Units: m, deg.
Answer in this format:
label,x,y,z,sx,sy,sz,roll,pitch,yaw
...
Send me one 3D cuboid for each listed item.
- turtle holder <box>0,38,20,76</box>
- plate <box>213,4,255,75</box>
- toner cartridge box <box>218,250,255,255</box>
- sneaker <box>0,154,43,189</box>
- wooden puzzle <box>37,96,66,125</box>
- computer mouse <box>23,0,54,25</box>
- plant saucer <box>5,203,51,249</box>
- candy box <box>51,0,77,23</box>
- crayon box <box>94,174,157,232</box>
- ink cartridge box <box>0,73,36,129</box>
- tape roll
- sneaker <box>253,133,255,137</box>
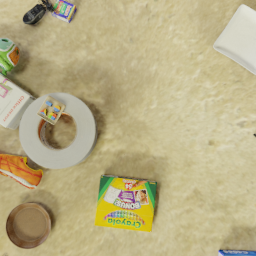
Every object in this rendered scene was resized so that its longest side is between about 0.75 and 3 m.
label,x,y,z,sx,sy,sz,roll,pitch,yaw
turtle holder,-4.985,-2.928,10.980,1.616,1.228,1.148,23,69,40
plate,4.873,-3.518,11.286,2.176,0.352,2.171,34,90,5
toner cartridge box,4.794,5.311,10.377,2.733,0.590,1.298,2,85,0
sneaker,-4.439,1.411,10.736,2.544,0.928,0.981,29,65,-2
wooden puzzle,-2.810,-0.667,10.215,0.783,0.196,0.846,31,85,3
computer mouse,-3.650,-4.630,11.392,1.359,0.358,0.941,-37,68,2
plant saucer,-3.760,3.694,10.677,1.722,0.315,1.722,0,84,-1
candy box,-2.631,-4.807,11.482,0.820,0.316,0.693,24,84,1
crayon box,-0.078,2.822,10.595,2.139,0.624,1.846,7,85,1
ink cartridge box,-4.890,-1.144,10.841,2.105,0.891,1.521,35,85,2
tape roll,-2.591,0.124,10.702,2.826,0.934,2.826,0,84,0
sneaker,5.495,0.729,10.935,0.693,0.399,1.329,-18,80,-2
